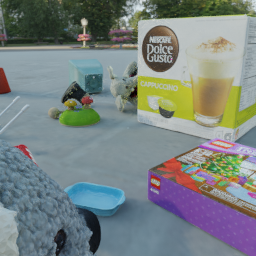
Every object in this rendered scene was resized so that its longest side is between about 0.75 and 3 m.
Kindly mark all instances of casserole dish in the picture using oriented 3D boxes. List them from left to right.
[{"bbox_3d":[-0.496,1.033,4.040,0.946,0.183,0.573,7,19,18],"label":"casserole dish"}]

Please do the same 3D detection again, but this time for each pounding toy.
[{"bbox_3d":[-1.496,-0.563,8.021,1.498,0.695,1.156,17,25,41],"label":"pounding toy"}]

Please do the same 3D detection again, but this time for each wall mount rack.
[{"bbox_3d":[-3.446,-0.245,6.987,1.746,0.749,2.010,-10,22,-29],"label":"wall mount rack"}]

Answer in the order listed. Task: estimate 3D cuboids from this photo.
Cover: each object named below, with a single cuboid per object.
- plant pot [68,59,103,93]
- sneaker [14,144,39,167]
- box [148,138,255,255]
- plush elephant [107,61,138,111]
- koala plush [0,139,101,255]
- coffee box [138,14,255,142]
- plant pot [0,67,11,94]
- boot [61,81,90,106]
[{"bbox_3d":[-1.667,-2.092,11.800,1.324,1.320,1.348,-9,29,-26],"label":"plant pot"},{"bbox_3d":[-1.579,0.617,3.846,0.472,0.696,1.205,-29,-2,-1],"label":"sneaker"},{"bbox_3d":[1.893,0.929,3.743,1.898,0.542,2.774,-17,25,-41],"label":"box"},{"bbox_3d":[0.101,-1.389,9.170,2.028,1.670,1.570,-24,-5,21],"label":"plush elephant"},{"bbox_3d":[-0.767,0.944,1.415,1.831,1.992,1.767,-9,21,-23],"label":"koala plush"},{"bbox_3d":[2.143,-1.521,7.597,2.782,2.755,2.786,15,23,38],"label":"coffee box"},{"bbox_3d":[-5.705,-1.905,11.683,1.059,1.060,0.934,15,35,39],"label":"plant pot"},{"bbox_3d":[-1.822,-1.043,9.699,0.757,1.005,0.368,40,27,-3],"label":"boot"}]
